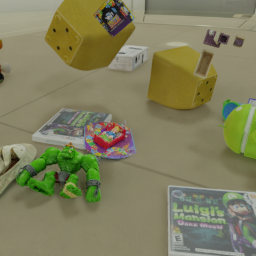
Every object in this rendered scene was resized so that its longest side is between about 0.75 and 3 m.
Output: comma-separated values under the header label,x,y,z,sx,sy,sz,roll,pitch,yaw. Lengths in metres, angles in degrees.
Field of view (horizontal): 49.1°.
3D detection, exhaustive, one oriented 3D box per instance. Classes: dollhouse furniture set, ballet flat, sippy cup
label,x,y,z,sx,sy,sz,roll,pitch,yaw
dollhouse furniture set,2.841,-2.369,9.071,1.287,1.624,1.153,23,14,19
ballet flat,-3.491,1.027,8.043,0.977,0.903,2.898,4,29,7
sippy cup,4.378,-0.658,11.247,0.830,1.133,0.890,-8,-1,-37

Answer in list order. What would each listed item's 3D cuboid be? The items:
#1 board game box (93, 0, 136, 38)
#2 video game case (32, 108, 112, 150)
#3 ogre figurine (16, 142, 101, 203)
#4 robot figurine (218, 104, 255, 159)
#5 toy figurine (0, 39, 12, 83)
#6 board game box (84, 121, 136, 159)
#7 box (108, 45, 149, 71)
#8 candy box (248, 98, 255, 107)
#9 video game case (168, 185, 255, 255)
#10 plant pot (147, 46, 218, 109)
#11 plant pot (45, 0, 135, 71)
label,x,y,z,sx,sy,sz,roll,pitch,yaw
board game box,-0.436,-3.401,8.534,0.316,0.920,1.113,-53,20,-27
video game case,-2.027,-0.057,10.648,2.208,0.284,2.428,8,30,13
ogre figurine,-1.747,1.188,7.676,2.299,1.128,1.378,-5,44,23
robot figurine,4.373,0.198,8.743,2.901,1.678,2.545,14,9,25
toy figurine,-7.412,-3.597,15.138,1.497,2.118,2.152,-1,32,0
board game box,-0.625,0.198,9.679,1.741,0.429,2.203,4,32,-11
box,0.073,-4.632,18.297,1.731,0.892,2.968,11,31,19
candy box,5.537,-0.854,11.596,1.035,0.399,0.875,21,3,31
video game case,2.128,2.209,6.552,2.377,0.278,2.161,3,29,6
plant pot,2.557,-2.088,12.457,2.257,2.272,2.324,-21,42,-33
plant pot,-1.775,-3.796,11.157,2.478,2.462,2.535,49,43,3
